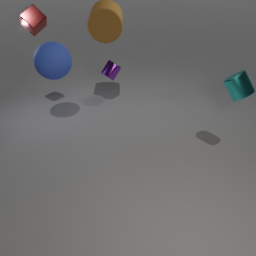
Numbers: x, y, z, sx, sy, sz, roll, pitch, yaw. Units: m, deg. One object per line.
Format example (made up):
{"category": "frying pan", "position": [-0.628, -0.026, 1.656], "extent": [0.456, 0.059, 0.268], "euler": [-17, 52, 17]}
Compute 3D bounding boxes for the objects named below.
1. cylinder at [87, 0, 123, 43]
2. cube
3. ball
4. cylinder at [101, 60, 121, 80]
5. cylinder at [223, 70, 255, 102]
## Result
{"category": "cylinder", "position": [-0.925, -4.452, 11.657], "extent": [1.400, 1.400, 1.400], "euler": [0, 38, 0]}
{"category": "cube", "position": [-3.569, -4.061, 10.582], "extent": [0.700, 0.700, 0.700], "euler": [-50, 8, -15]}
{"category": "ball", "position": [-2.814, -2.515, 10.505], "extent": [1.400, 1.400, 1.400], "euler": [0, 30, 0]}
{"category": "cylinder", "position": [-0.787, -2.693, 13.063], "extent": [0.700, 0.700, 0.700], "euler": [33, 8, -5]}
{"category": "cylinder", "position": [3.321, -1.262, 8.393], "extent": [0.700, 0.700, 0.700], "euler": [-30, 9, 5]}
